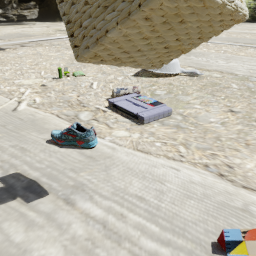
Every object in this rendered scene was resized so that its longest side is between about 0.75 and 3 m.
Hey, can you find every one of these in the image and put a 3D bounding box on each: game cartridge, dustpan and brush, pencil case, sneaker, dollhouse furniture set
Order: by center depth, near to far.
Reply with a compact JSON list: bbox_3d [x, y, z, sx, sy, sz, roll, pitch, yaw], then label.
[{"bbox_3d":[-1.386,0.094,7.221,1.312,0.627,0.520,6,26,13],"label":"sneaker"},{"bbox_3d":[0.381,-0.716,9.325,1.264,0.374,1.950,-22,33,-31],"label":"game cartridge"},{"bbox_3d":[-0.078,-1.318,10.453,1.126,0.504,0.438,-7,67,-12],"label":"pencil case"},{"bbox_3d":[-2.693,-2.706,13.350,1.261,0.487,0.630,-13,29,-26],"label":"dollhouse furniture set"},{"bbox_3d":[2.214,-2.930,13.700,2.931,0.839,2.045,2,21,21],"label":"dustpan and brush"}]

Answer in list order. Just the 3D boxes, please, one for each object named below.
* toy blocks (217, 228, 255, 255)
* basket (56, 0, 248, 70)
[{"bbox_3d":[1.851,1.788,3.522,1.316,0.962,1.924,-6,22,14],"label":"toy blocks"},{"bbox_3d":[0.139,-0.964,1.927,0.984,0.799,0.993,-23,-11,41],"label":"basket"}]
